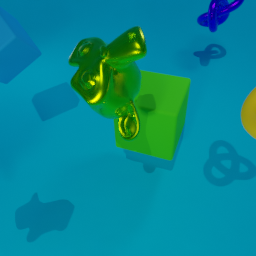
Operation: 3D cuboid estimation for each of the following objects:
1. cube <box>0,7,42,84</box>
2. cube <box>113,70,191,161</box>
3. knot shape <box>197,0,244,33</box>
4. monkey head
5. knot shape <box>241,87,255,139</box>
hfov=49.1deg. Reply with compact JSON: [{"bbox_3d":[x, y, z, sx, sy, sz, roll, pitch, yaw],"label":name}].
[{"bbox_3d":[-2.846,-1.830,6.067,1.143,1.143,1.143,-38,82,6],"label":"cube"},{"bbox_3d":[0.516,-0.305,5.971,1.280,1.280,1.280,13,45,16],"label":"cube"},{"bbox_3d":[2.801,-3.611,8.800,0.738,1.494,1.597,43,77,-1],"label":"knot shape"},{"bbox_3d":[-0.122,-0.774,3.925,1.282,1.074,1.782,-23,63,28],"label":"monkey head"},{"bbox_3d":[1.876,-0.491,2.987,1.376,0.636,1.287,-12,79,6],"label":"knot shape"}]
